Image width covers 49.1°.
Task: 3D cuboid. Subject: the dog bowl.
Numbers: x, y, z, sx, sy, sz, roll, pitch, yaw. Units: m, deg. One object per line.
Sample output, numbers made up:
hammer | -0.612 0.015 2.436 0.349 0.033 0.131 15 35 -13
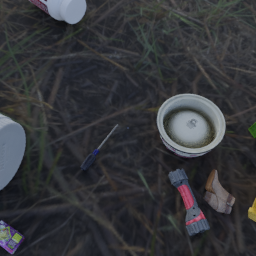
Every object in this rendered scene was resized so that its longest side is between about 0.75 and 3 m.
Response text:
dog bowl | 1.903 -0.008 8.780 2.096 0.773 2.096 0 61 0

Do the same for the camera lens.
camera lens | -4.629 0.410 7.707 2.807 2.246 2.246 17 63 8

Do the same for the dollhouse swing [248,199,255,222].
dollhouse swing | 4.066 1.806 7.492 1.371 1.326 1.508 29 65 15

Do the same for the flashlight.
flashlight | 1.632 2.024 7.792 0.604 0.602 1.777 -18 64 -6

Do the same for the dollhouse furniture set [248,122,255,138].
dollhouse furniture set | 4.750 -0.075 9.077 1.547 0.597 0.773 -11 59 -23

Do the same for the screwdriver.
screwdriver | -0.854 0.586 8.790 0.260 0.271 1.863 31 63 15

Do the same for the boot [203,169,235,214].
boot | 2.656 1.845 8.022 0.841 0.404 1.150 28 61 2

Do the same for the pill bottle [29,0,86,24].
pill bottle | -2.966 -5.292 11.233 2.592 1.464 1.464 39 68 18

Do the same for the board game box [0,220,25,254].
board game box | -3.268 2.939 7.566 0.846 0.137 0.508 29 61 15
